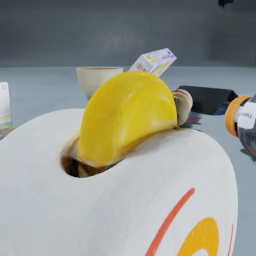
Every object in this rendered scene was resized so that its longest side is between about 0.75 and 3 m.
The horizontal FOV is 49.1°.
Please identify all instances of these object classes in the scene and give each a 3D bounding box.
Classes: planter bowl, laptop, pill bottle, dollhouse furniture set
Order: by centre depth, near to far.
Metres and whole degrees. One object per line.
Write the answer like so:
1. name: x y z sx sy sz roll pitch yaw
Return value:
1. pill bottle: 3.336 0.043 5.611 1.546 1.546 2.911 -7 16 -24
2. dollhouse furniture set: -2.885 0.165 6.636 0.527 0.762 0.807 -14 32 -42
3. laptop: 3.344 -1.025 12.236 2.463 1.435 2.779 15 -5 41
4. planter bowl: -1.394 -2.221 13.990 2.280 1.535 2.280 0 16 0

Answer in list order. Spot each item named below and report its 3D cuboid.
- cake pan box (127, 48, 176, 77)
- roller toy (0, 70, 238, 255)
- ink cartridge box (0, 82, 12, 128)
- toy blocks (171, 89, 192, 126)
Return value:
1. cake pan box: 0.475 -1.977 11.440 2.721 0.712 2.506 -44 -8 34
2. roller toy: -0.068 0.820 2.000 1.416 2.027 1.849 12 -20 38
3. ink cartridge box: -4.255 -1.124 7.555 0.661 2.755 2.005 8 17 25
4. toy blocks: 1.116 -0.876 10.060 2.279 0.993 2.735 4 16 15
